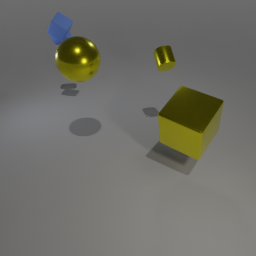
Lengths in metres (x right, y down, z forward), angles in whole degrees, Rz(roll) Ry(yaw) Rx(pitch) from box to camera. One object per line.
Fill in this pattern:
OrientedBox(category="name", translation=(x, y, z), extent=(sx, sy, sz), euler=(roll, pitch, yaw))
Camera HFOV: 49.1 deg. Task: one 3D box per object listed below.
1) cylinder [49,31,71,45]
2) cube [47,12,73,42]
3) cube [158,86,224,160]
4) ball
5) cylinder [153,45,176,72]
OrientedBox(category="cylinder", translation=(-3.076, -4.244, 12.720), extent=(0.700, 0.700, 0.700), euler=(-20, 25, 22))
OrientedBox(category="cube", translation=(-2.766, -4.122, 11.427), extent=(0.700, 0.700, 0.700), euler=(29, 54, -14))
OrientedBox(category="cube", translation=(1.877, -0.165, 8.489), extent=(1.400, 1.400, 1.400), euler=(26, 60, 27))
OrientedBox(category="ball", translation=(-1.547, -2.126, 8.726), extent=(1.400, 1.400, 1.400), euler=(0, 32, 0))
OrientedBox(category="cylinder", translation=(1.347, -2.546, 10.272), extent=(0.700, 0.700, 0.700), euler=(-9, 74, -14))
